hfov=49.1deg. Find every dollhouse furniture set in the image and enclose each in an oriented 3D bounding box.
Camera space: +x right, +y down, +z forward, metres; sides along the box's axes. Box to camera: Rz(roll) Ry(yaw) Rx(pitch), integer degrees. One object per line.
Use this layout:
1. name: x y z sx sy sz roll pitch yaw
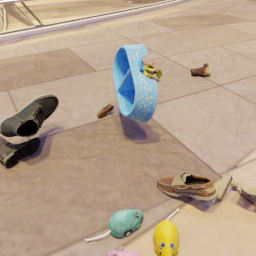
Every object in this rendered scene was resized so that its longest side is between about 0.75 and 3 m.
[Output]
1. dollhouse furniture set: 3.052 1.830 7.062 1.490 0.772 0.660 26 82 32

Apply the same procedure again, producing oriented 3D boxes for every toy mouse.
1. toy mouse: 0.065 2.451 6.181 2.130 0.464 2.396 5 35 8

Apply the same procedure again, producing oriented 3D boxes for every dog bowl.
1. dog bowl: 0.145 -1.580 9.504 0.723 1.626 2.917 3 59 -25

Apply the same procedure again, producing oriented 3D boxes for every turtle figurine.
1. turtle figurine: 0.869 -2.857 13.735 2.119 0.682 1.709 -23 40 -29

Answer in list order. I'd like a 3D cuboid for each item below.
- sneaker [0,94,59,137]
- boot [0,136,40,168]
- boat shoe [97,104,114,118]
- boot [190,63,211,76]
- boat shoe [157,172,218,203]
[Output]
1. sneaker: -2.815 -0.340 8.809 1.167 0.821 2.196 8 40 41
2. boot: -3.729 0.551 8.916 1.304 0.518 1.497 24 43 30
3. boat shoe: -0.901 -0.653 10.825 0.769 0.271 0.270 -35 40 -22
4. boot: 3.642 -2.989 14.166 0.951 0.414 1.144 3 38 1
5. boat shoe: 1.499 1.426 7.309 1.679 0.603 0.636 2 30 36
